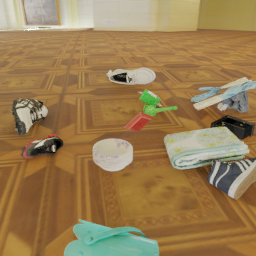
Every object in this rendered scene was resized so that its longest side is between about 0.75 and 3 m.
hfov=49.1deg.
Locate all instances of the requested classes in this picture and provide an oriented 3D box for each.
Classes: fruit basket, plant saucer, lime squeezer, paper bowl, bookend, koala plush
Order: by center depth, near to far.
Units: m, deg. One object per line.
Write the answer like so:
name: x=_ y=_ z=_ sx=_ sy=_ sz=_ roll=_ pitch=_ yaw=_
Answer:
paper bowl: x=-0.473 y=0.875 z=8.781 sx=1.252 sy=0.651 sz=1.252 roll=0 pitch=25 yaw=0
plant saucer: x=0.407 y=-0.171 z=10.129 sx=0.862 sy=0.860 sz=0.158 roll=14 pitch=38 yaw=-57
bookend: x=3.940 y=0.057 z=10.640 sx=1.178 sy=0.543 sz=1.171 roll=-21 pitch=32 yaw=-36
lime squeezer: x=1.052 y=-0.857 z=12.054 sx=0.938 sy=0.501 sz=2.656 roll=-33 pitch=15 yaw=-12
fruit basket: x=1.069 y=-1.391 z=13.026 sx=1.205 sy=0.610 sz=1.301 roll=35 pitch=17 yaw=7
koala plush: x=4.853 y=-1.203 z=13.027 sx=1.243 sy=1.142 sz=1.102 roll=-6 pitch=29 yaw=41

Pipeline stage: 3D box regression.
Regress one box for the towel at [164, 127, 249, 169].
towel: x=2.427 y=0.591 z=9.108 sx=2.325 sy=0.560 sz=1.990 roll=-8 pitch=16 yaw=3

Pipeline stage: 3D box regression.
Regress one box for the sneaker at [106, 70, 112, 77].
sneaker: x=-1.252 y=-3.625 z=18.698 sx=0.401 sy=0.341 sz=0.907 roll=-15 pitch=28 yaw=-5

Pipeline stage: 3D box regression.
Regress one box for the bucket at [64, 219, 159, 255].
bucket: x=-0.323 y=2.412 z=4.154 sx=1.283 sy=1.971 sz=1.971 roll=12 pitch=26 yaw=1

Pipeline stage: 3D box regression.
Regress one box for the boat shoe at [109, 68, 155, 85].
boat shoe: x=0.198 y=-3.040 z=16.687 sx=2.800 sy=1.008 sz=0.920 roll=10 pitch=32 yaw=21

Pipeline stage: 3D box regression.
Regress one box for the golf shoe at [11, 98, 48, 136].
golf shoe: x=-3.979 y=-0.627 z=11.449 sx=1.352 sy=1.113 sz=2.862 roll=-8 pitch=28 yaw=-15

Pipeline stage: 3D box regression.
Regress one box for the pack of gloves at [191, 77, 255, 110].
pack of gloves: x=4.383 y=-1.860 z=13.192 sx=2.983 sy=0.589 sz=2.506 roll=-22 pitch=12 yaw=9

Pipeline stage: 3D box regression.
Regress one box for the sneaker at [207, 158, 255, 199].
sneaker: x=3.100 y=1.181 z=8.086 sx=2.017 sy=0.707 sz=1.094 roll=-26 pitch=38 yaw=-38

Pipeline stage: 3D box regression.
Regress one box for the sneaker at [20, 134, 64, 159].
sneaker: x=-2.809 y=0.651 z=9.387 sx=0.736 sy=0.532 sz=1.506 roll=19 pitch=30 yaw=38
